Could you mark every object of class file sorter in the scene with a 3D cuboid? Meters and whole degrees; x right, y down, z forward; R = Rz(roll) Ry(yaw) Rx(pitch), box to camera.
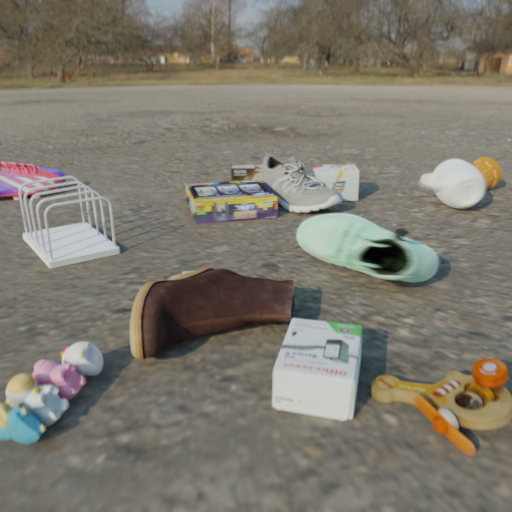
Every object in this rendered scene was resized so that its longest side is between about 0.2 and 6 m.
[{"bbox_3d":[-3.884,-0.763,11.458,1.402,1.258,2.021,-15,27,-32],"label":"file sorter"}]

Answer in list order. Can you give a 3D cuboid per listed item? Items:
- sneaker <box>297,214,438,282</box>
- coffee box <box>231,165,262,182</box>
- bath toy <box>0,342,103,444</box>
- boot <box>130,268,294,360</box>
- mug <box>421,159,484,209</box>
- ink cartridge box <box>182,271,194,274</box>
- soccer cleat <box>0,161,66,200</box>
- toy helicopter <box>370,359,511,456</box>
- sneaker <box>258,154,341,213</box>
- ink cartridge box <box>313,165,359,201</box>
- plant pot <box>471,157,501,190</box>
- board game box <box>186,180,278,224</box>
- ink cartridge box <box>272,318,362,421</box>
[{"bbox_3d":[1.684,-0.237,9.664,2.648,0.975,1.562,16,4,29],"label":"sneaker"},{"bbox_3d":[-0.101,-2.210,15.845,1.194,0.683,0.476,1,22,-1],"label":"coffee box"},{"bbox_3d":[-2.454,1.540,6.658,0.585,0.689,1.584,-31,9,25],"label":"bath toy"},{"bbox_3d":[-0.527,0.758,8.077,2.075,0.902,2.494,2,18,10],"label":"boot"},{"bbox_3d":[4.914,-1.787,14.054,1.533,1.132,1.344,11,21,0],"label":"mug"},{"bbox_3d":[-0.968,0.436,9.929,0.683,0.153,0.602,-3,21,-6],"label":"ink cartridge box"},{"bbox_3d":[-6.668,-2.101,14.878,3.126,1.195,1.043,-13,25,-29],"label":"soccer cleat"},{"bbox_3d":[2.074,1.686,6.454,1.618,0.638,1.070,1,28,33],"label":"toy helicopter"},{"bbox_3d":[0.960,-1.872,14.282,1.095,1.202,2.931,-17,27,-36],"label":"sneaker"},{"bbox_3d":[2.126,-1.956,15.001,1.156,0.836,0.840,0,22,-1],"label":"ink cartridge box"},{"bbox_3d":[6.217,-2.181,15.658,0.825,0.901,0.901,-31,34,-27],"label":"plant pot"},{"bbox_3d":[-0.638,-1.370,13.889,2.030,0.576,1.678,-5,24,-11],"label":"board game box"},{"bbox_3d":[0.801,1.369,7.019,0.978,0.563,1.340,5,22,12],"label":"ink cartridge box"}]
